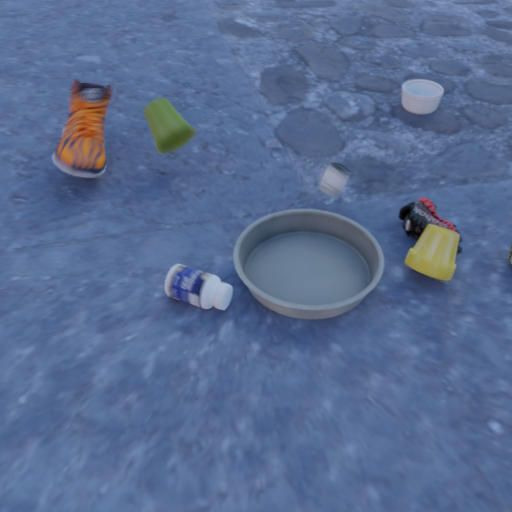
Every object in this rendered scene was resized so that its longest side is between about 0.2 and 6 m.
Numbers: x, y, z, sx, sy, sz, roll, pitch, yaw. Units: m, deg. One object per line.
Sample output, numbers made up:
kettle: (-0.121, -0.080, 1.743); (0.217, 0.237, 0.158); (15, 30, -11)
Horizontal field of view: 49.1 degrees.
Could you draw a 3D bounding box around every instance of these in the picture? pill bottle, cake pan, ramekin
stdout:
pill bottle: (-0.890, 0.511, 8.780); (0.975, 0.541, 0.541); (17, 44, 18)
cake pan: (0.848, 0.122, 9.285); (2.452, 0.450, 2.452); (0, 42, 0)
ramekin: (4.031, -3.874, 13.719); (0.974, 0.511, 0.974); (0, 42, 0)

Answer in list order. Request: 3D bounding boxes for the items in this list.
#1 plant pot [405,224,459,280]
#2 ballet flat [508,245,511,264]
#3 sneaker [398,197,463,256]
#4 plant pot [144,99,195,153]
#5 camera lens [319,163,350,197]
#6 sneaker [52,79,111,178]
plant pot: (2.912, -0.089, 9.098); (0.784, 0.738, 0.784); (16, 13, -4)
ballet flat: (5.115, 0.431, 8.443); (1.000, 1.110, 2.947); (-24, 48, -18)
sneaker: (3.024, -0.471, 9.892); (0.739, 0.535, 1.514); (-10, 41, -12)
plant pot: (-1.832, -2.693, 11.364); (0.897, 0.897, 0.852); (-27, 83, -27)
camera lens: (1.478, -1.444, 10.540); (0.436, 0.545, 0.436); (17, 31, -11)
sneaker: (-3.524, -2.729, 11.421); (1.038, 1.499, 2.676); (6, 33, -25)
